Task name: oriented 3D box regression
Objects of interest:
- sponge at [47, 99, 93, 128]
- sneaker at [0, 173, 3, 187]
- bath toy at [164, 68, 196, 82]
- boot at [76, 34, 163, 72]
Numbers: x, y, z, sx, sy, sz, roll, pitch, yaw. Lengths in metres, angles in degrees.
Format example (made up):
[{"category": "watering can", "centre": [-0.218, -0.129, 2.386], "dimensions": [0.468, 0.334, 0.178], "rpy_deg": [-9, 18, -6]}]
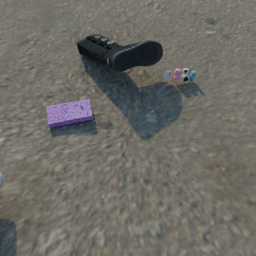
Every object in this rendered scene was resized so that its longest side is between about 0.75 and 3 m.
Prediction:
[{"category": "sponge", "centre": [-1.751, -0.451, 8.387], "dimensions": [1.323, 0.197, 0.738], "rpy_deg": [-11, 51, -5]}, {"category": "sneaker", "centre": [-3.589, 1.646, 5.720], "dimensions": [0.777, 1.227, 2.182], "rpy_deg": [18, 65, 15]}, {"category": "bath toy", "centre": [1.698, -1.771, 9.223], "dimensions": [1.017, 0.376, 0.442], "rpy_deg": [1, 76, -8]}, {"category": "boot", "centre": [-0.338, -2.731, 9.709], "dimensions": [2.066, 0.823, 2.507], "rpy_deg": [-18, 32, -30]}]
